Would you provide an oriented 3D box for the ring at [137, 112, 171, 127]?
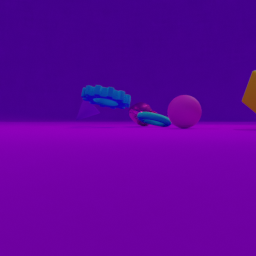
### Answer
[{"bbox_3d":[0.946,-0.303,10.144,1.261,0.252,1.261,14,-8,2],"label":"ring"}]

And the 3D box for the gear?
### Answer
[{"bbox_3d":[-0.740,-1.025,9.563,1.650,0.305,1.650,9,-10,2],"label":"gear"}]

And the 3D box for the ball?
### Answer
[{"bbox_3d":[1.599,-0.459,7.949,0.947,0.947,0.947,0,1,0],"label":"ball"}]

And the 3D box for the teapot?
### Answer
[{"bbox_3d":[0.562,-0.633,11.507,1.705,0.835,1.060,17,-28,51],"label":"teapot"}]

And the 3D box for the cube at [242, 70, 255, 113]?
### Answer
[{"bbox_3d":[3.683,-0.883,7.101,0.943,0.943,0.943,-12,42,-18],"label":"cube"}]

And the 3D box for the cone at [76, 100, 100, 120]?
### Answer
[{"bbox_3d":[-1.827,-0.639,11.645,0.943,0.940,0.940,-45,7,-5],"label":"cone"}]
